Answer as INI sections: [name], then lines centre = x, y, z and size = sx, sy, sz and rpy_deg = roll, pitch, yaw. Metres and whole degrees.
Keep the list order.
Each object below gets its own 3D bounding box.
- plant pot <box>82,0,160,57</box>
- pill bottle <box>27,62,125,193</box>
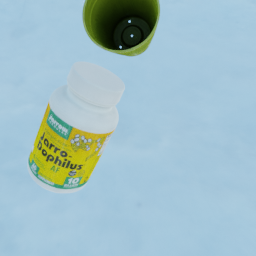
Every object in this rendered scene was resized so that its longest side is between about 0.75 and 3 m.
[plant pot]
centre = -0.019, -2.125, 5.867
size = 1.474, 1.419, 1.474
rpy_deg = 0, 90, 10
[pill bottle]
centre = -0.538, 0.007, 2.949
size = 0.731, 1.297, 0.731
rpy_deg = 22, 28, -13
